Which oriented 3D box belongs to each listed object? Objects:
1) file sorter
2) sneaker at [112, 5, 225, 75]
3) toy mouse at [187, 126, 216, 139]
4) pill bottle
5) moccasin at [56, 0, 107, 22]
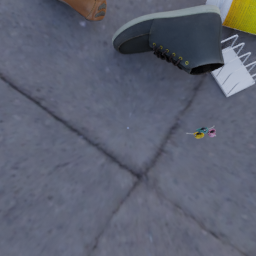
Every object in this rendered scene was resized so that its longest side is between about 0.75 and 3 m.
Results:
[{"bbox_3d":[2.811,-1.689,7.501,0.892,0.801,1.286,-25,75,-6],"label":"file sorter"},{"bbox_3d":[0.962,-2.045,7.231,2.899,1.084,1.540,-8,80,20],"label":"sneaker"},{"bbox_3d":[1.983,0.116,7.066,0.672,0.756,0.146,-25,111,-35],"label":"toy mouse"},{"bbox_3d":[3.318,-3.326,7.722,2.269,1.239,1.239,18,75,6],"label":"pill bottle"},{"bbox_3d":[-1.680,-4.009,7.847,2.675,1.033,0.978,41,45,23],"label":"moccasin"}]
